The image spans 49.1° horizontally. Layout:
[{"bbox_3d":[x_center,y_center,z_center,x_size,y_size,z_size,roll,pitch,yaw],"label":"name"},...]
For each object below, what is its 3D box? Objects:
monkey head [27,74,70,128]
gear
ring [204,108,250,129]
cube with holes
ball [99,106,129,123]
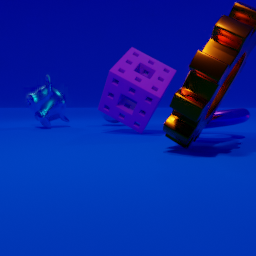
[{"bbox_3d":[-2.275,-0.605,8.241,1.060,1.760,1.266,-29,43,-16],"label":"monkey head"},{"bbox_3d":[1.230,-0.676,4.016,0.380,2.054,2.054,33,16,17],"label":"gear"},{"bbox_3d":[1.789,-0.191,5.867,1.420,0.284,1.420,-8,2,0],"label":"ring"},{"bbox_3d":[0.201,-0.864,6.430,1.173,1.173,1.173,29,46,4],"label":"cube with holes"},{"bbox_3d":[-0.440,-0.671,9.179,1.028,1.028,1.028,0,5,0],"label":"ball"}]
